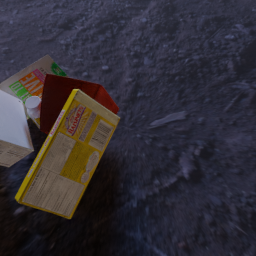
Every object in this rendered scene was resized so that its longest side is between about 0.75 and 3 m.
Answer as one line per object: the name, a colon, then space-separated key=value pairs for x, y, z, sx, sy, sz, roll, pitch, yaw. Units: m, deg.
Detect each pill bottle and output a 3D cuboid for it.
pill bottle: x=-2.462 y=-0.417 z=7.845 sx=0.574 sy=1.032 sz=0.574 roll=-3 pitch=60 yaw=6

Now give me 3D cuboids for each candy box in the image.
candy box: x=-1.252 y=0.600 z=6.235 sx=0.345 sy=1.337 sz=2.615 roll=11 pitch=72 yaw=54

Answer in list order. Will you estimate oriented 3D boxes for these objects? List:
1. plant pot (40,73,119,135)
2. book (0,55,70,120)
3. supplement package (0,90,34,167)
plant pot: x=-1.381 y=-0.318 z=7.418 sx=1.622 sy=1.623 sz=1.430 roll=14 pitch=75 yaw=19
book: x=-2.838 y=-1.256 z=8.696 sx=1.299 sy=0.467 sz=1.945 roll=46 pitch=66 yaw=5
supplement package: x=-3.280 y=-0.057 z=6.998 sx=0.918 sy=1.289 sz=1.655 roll=-31 pitch=62 yaw=13
